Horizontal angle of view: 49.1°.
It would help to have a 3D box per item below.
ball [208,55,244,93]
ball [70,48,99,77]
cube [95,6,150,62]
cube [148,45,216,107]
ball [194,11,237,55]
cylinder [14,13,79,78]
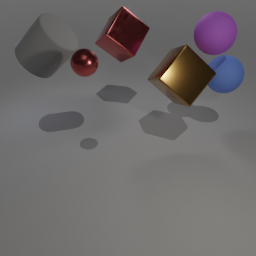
[{"bbox_3d":[3.598,-2.002,10.471,1.400,1.400,1.400,0,31,0],"label":"ball"},{"bbox_3d":[-1.094,-1.640,7.053,0.700,0.700,0.700,0,31,0],"label":"ball"},{"bbox_3d":[-0.250,-3.739,11.385,1.400,1.400,1.400,32,-10,-22],"label":"cube"},{"bbox_3d":[1.749,-1.725,9.388,1.400,1.400,1.400,39,1,-15],"label":"cube"},{"bbox_3d":[2.926,-3.172,9.413,1.400,1.400,1.400,0,31,0],"label":"ball"},{"bbox_3d":[-2.480,-2.491,8.580,1.400,1.400,1.400,-35,18,29],"label":"cylinder"}]
